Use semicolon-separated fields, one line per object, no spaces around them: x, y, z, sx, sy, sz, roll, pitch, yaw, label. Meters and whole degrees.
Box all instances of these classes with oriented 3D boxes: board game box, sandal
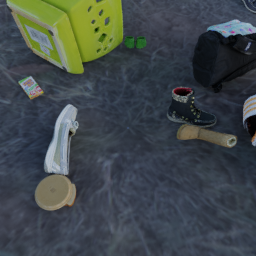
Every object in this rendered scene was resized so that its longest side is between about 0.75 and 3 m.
-3.231;-1.369;9.258;0.457;0.143;0.957;-32;59;-21;board game box
3.844;-0.607;8.256;0.809;1.082;2.824;24;51;17;sandal

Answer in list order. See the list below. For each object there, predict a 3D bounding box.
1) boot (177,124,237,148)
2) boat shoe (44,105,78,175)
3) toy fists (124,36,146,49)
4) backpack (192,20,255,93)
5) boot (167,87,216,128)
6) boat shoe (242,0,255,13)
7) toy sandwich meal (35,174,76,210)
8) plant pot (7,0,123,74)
2.109;0.219;7.521;1.259;0.416;1.103;19;22;41;boot
-1.725;0.300;7.781;0.658;0.757;2.053;12;60;0;boat shoe
0.271;-3.141;10.290;0.807;0.411;0.277;2;43;1;toy fists
3.323;-2.518;9.012;2.447;2.042;1.549;-23;54;-21;backpack
1.896;-0.583;8.094;1.480;1.118;0.534;10;52;9;boot
5.236;-5.426;11.773;0.579;0.500;1.595;-12;57;-8;boat shoe
-1.819;1.644;7.095;1.046;0.358;1.046;-2;55;3;toy sandwich meal
-2.067;-3.683;9.291;2.835;2.821;2.572;32;67;19;plant pot
